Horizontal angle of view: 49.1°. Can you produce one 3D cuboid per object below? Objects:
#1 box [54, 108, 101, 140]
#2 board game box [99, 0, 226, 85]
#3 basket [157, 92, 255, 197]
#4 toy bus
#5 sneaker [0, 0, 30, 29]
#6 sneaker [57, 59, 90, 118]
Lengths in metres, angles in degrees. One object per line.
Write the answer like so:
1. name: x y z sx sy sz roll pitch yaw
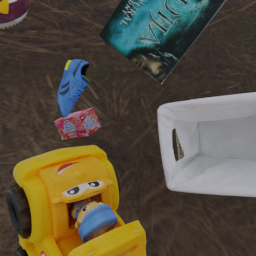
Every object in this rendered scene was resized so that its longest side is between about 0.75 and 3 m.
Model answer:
1. box: -1.194 -0.084 6.552 1.029 0.513 0.491 -8 20 42
2. board game box: 0.879 -2.641 6.212 1.893 2.798 0.394 37 20 -1
3. basket: 2.052 0.215 5.275 2.524 1.557 1.711 -4 96 34
4. toy bus: -0.510 1.790 3.984 1.746 2.573 2.471 -11 18 -33
5. sneaker: -3.803 -3.146 6.788 2.974 1.340 1.115 -32 60 -34
6. sneaker: -0.919 -0.687 4.804 0.417 0.351 1.064 8 77 15
